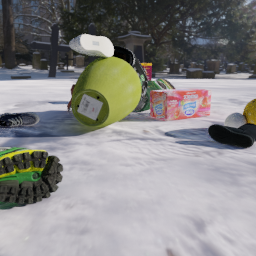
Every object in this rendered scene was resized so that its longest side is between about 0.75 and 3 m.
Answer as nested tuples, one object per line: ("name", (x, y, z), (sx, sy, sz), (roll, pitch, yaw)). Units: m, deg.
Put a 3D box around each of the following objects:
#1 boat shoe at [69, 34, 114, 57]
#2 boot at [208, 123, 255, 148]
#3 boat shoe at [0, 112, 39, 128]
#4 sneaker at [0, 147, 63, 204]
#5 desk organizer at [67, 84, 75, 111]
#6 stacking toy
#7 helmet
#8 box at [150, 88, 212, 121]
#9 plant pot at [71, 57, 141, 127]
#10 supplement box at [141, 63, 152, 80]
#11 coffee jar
("boat shoe", (-1.225, -2.781, 9.671), (0.653, 0.687, 1.907), (1, 12, 32))
("boot", (3.078, 0.129, 7.919), (1.299, 0.496, 1.091), (19, 25, 37))
("boat shoe", (-3.897, -0.229, 9.825), (1.430, 0.534, 0.663), (-1, 25, 10))
("sneaker", (-2.431, 0.808, 4.222), (2.668, 1.041, 1.137), (2, 2, -38))
("desk organizer", (-2.353, -1.354, 12.695), (0.600, 0.644, 1.673), (-6, -15, -25))
("stacking toy", (4.331, -0.438, 8.777), (2.611, 1.908, 1.908), (-16, 12, 2))
("helmet", (-0.423, -1.900, 11.811), (2.553, 2.434, 2.553), (-7, 54, 10))
("box", (2.210, -1.041, 11.771), (2.391, 1.132, 1.227), (-7, 14, -30))
("plant pot", (-0.925, -1.038, 9.633), (2.447, 2.447, 2.615), (2, 22, 10))
("supplement box", (0.629, -2.625, 16.332), (0.967, 2.259, 1.246), (-9, 15, -34))
("coffee jar", (1.224, -1.684, 13.939), (2.836, 1.210, 1.479), (-13, 56, -46))
